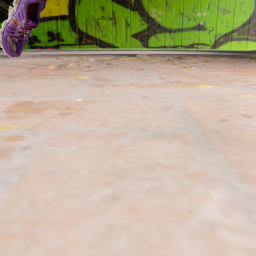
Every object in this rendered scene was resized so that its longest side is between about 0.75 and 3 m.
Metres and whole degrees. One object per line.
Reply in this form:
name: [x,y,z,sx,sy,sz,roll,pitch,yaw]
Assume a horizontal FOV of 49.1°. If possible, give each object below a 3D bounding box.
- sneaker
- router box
sneaker: [-2.709,-2.609,7.171,0.741,1.776,0.716,38,20,31]
router box: [-3.287,-3.769,8.024,1.533,0.391,1.143,33,52,-9]
